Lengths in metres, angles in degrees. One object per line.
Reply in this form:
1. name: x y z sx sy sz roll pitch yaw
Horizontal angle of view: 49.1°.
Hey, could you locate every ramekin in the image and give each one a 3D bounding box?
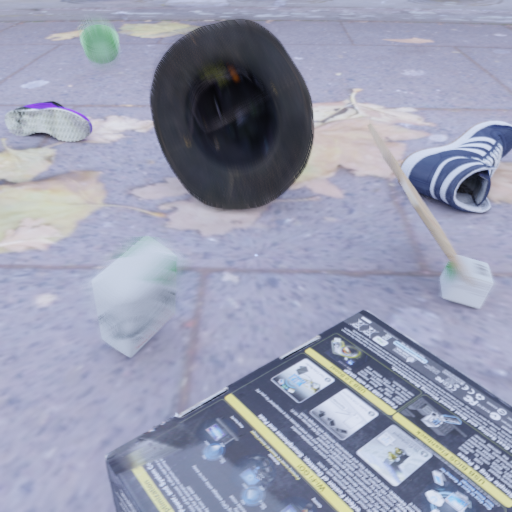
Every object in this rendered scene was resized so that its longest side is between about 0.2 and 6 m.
1. ramekin: -2.314 -3.130 8.322 0.550 0.268 0.550 3 67 -8

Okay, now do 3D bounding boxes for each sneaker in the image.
1. sneaker: 3.996 -1.581 9.910 2.679 0.939 1.453 -23 34 -20
2. sneaker: -4.435 -3.087 12.435 2.054 0.714 1.021 10 34 15

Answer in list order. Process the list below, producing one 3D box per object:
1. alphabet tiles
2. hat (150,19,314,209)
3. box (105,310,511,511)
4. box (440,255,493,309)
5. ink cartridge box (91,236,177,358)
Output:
1. alphabet tiles: 2.048 -0.641 7.007 0.085 1.879 2.248 -33 20 18
2. hat: -0.294 -2.343 9.628 3.079 3.079 1.242 12 13 18
3. box: 1.152 2.204 4.194 3.118 0.950 3.869 -23 40 -33
4. box: 2.759 0.328 7.381 0.513 0.440 0.511 16 33 3
5. ink cartridge box: -1.337 0.484 6.321 0.484 1.164 0.853 32 54 16
